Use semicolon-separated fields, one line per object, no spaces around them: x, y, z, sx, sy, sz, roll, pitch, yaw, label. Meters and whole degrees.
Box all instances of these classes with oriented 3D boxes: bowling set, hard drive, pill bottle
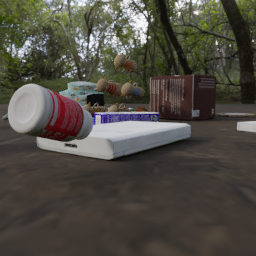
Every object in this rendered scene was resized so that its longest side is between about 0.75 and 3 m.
-0.168;-1.066;9.810;1.935;2.781;1.493;35;14;26;bowling set
-0.119;0.133;5.118;1.632;0.330;2.474;4;8;36;hard drive
-0.785;-0.116;3.058;0.503;0.503;0.896;3;-9;28;pill bottle

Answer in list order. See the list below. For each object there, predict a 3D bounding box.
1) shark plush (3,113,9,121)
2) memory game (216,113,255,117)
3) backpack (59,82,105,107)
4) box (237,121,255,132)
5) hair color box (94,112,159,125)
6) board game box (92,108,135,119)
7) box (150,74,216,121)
-3.798;-0.579;9.882;2.521;1.145;1.050;9;41;32;shark plush
5.131;-0.621;13.380;1.862;0.119;1.862;0;7;0;memory game
-2.891;-1.847;16.931;2.484;1.904;2.184;-3;11;18;backpack
3.573;-0.016;6.978;0.948;0.239;1.314;-4;8;-29;box
-0.045;-0.182;7.406;1.535;0.497;0.839;0;5;-21;hair color box
-0.628;-0.625;12.033;1.495;0.394;1.955;1;6;13;board game box
2.237;-1.249;11.543;2.124;1.744;1.762;6;8;45;box
